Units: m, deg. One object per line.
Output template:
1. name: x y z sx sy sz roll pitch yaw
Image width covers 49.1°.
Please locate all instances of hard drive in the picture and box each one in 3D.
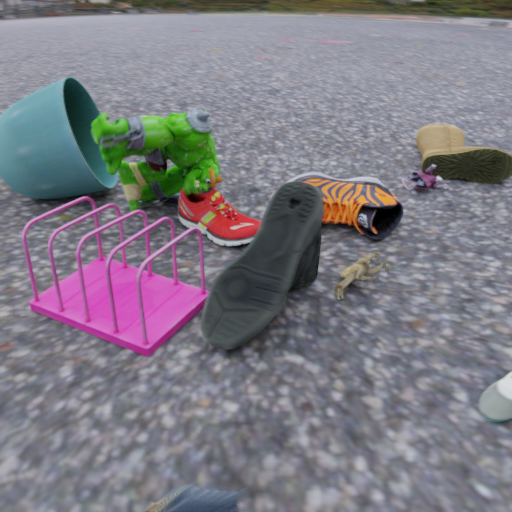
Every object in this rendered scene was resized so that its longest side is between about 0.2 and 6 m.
1. hard drive: -1.646 -1.564 13.720 0.864 0.204 1.239 9 32 16

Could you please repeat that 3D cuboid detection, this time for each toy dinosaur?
1. toy dinosaur: 1.959 0.191 10.234 0.840 0.484 1.661 -14 17 42

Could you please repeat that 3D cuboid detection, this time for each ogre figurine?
1. ogre figurine: -1.871 -2.061 11.556 2.193 3.658 1.795 -16 57 -2

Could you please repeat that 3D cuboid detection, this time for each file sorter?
1. file sorter: -2.322 0.166 9.329 2.563 1.607 1.781 16 33 25

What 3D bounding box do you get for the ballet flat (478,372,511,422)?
1. ballet flat: 3.707 1.728 7.711 1.644 0.524 0.554 -16 34 -26

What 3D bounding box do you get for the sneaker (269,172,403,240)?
1. sneaker: 1.814 -1.032 11.895 2.901 1.125 1.625 -9 30 -15

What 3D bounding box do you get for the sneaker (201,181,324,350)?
1. sneaker: 0.265 0.423 9.515 1.206 1.807 3.154 18 62 22

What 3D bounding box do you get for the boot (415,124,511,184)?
1. boot: 5.680 -2.967 15.468 2.445 0.923 2.792 7 30 12

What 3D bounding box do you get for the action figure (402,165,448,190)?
1. action figure: 4.319 -1.853 14.120 1.000 0.670 0.745 -9 -15 -39

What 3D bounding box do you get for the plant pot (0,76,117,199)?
1. plant pot: -4.847 -2.551 13.219 2.158 2.689 2.689 -17 30 6

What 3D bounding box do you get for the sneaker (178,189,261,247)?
1. sneaker: -0.808 -0.892 11.782 2.304 0.978 0.887 20 36 31

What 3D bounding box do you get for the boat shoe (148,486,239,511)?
1. boat shoe: -1.018 2.721 5.525 1.766 0.625 0.801 2 60 -3
